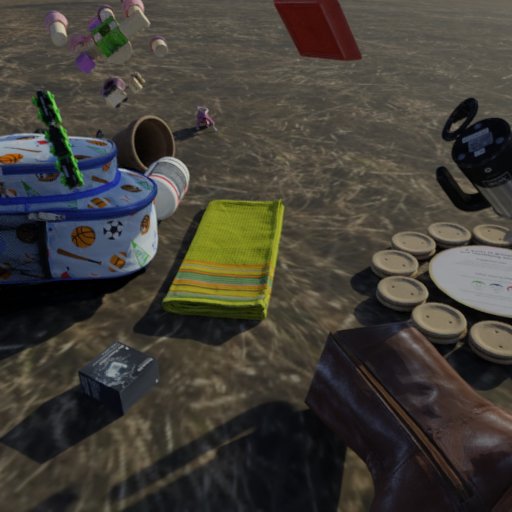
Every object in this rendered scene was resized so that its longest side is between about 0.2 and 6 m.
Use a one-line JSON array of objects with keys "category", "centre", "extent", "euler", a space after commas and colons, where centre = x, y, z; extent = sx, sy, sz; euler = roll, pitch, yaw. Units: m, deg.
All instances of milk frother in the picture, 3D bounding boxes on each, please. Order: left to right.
[{"category": "milk frother", "centre": [3.421, -1.458, 8.200], "extent": [1.281, 1.335, 1.419], "euler": [-4, 56, 49]}]

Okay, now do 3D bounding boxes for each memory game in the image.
[{"category": "memory game", "centre": [3.879, 0.453, 9.185], "extent": [4.005, 0.255, 4.005], "euler": [-1, 31, 0]}]

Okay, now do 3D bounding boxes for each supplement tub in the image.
[{"category": "supplement tub", "centre": [-1.941, -1.412, 11.562], "extent": [0.930, 0.930, 1.325], "euler": [5, 32, 7]}]

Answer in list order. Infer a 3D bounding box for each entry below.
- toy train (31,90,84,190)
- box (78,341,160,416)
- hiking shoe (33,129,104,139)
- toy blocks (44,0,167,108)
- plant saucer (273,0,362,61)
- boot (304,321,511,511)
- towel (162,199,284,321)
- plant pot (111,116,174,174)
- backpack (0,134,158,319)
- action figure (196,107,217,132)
[{"category": "toy train", "centre": [-2.478, -1.436, 7.051], "extent": [0.280, 1.342, 0.378], "euler": [-20, -3, -6]}, {"category": "box", "centre": [-1.758, 1.554, 7.226], "extent": [0.728, 0.427, 0.716], "euler": [19, 36, 25]}, {"category": "hiking shoe", "centre": [-4.685, -1.900, 11.726], "extent": [3.155, 1.588, 1.195], "euler": [-12, 34, -19]}, {"category": "toy blocks", "centre": [-2.664, -4.055, 10.128], "extent": [1.664, 1.781, 1.499], "euler": [-35, 47, 8]}, {"category": "plant saucer", "centre": [1.074, -4.305, 10.542], "extent": [0.291, 1.585, 1.588], "euler": [-50, 43, -11]}, {"category": "boot", "centre": [1.001, 2.133, 5.713], "extent": [3.241, 1.117, 3.477], "euler": [-29, 25, -7]}, {"category": "towel", "centre": [-0.430, -0.146, 10.081], "extent": [1.629, 0.342, 3.785], "euler": [4, 32, 5]}, {"category": "plant pot", "centre": [-2.830, -2.567, 13.317], "extent": [1.195, 1.370, 1.370], "euler": [0, 26, 36]}, {"category": "backpack", "centre": [-3.140, -0.742, 9.266], "extent": [3.059, 2.474, 3.212], "euler": [5, 27, -12]}, {"category": "action figure", "centre": [-1.408, -3.879, 15.938], "extent": [0.579, 0.643, 0.864], "euler": [2, 17, -9]}]
